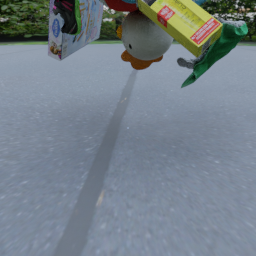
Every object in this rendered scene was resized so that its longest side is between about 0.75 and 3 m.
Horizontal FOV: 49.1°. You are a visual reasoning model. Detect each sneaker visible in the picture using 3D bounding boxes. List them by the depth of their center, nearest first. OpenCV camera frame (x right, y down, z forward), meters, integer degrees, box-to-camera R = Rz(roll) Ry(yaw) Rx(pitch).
[{"bbox_3d":[-1.368,-2.726,6.109,0.602,1.437,0.551,-10,35,-10],"label":"sneaker"}]

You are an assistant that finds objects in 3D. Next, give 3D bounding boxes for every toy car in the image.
[{"bbox_3d":[0.270,-2.658,6.779,2.486,2.811,2.591,-4,36,-18],"label":"toy car"}]

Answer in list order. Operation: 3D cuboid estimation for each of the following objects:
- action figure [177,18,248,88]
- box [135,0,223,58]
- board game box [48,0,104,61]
[{"bbox_3d":[2.299,-2.151,7.049,0.778,1.681,2.845,46,47,12],"label":"action figure"},{"bbox_3d":[0.681,-1.589,3.949,1.278,0.481,0.320,47,-2,17],"label":"box"},{"bbox_3d":[-1.524,-3.733,8.793,0.522,2.536,2.530,25,40,10],"label":"board game box"}]
